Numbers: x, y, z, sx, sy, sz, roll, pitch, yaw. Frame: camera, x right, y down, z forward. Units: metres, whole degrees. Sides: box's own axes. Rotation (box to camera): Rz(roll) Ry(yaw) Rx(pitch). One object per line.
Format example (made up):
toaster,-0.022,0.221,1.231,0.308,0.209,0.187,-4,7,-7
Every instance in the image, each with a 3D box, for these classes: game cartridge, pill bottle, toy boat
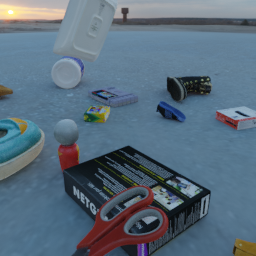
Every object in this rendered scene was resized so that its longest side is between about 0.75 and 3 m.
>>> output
game cartridge,-0.672,-1.352,11.686,1.271,0.376,1.960,-13,26,-37
pill bottle,-2.880,-2.896,13.925,1.368,1.368,2.286,0,24,0
toy boat,-2.406,0.327,6.571,2.734,1.270,2.298,5,23,11

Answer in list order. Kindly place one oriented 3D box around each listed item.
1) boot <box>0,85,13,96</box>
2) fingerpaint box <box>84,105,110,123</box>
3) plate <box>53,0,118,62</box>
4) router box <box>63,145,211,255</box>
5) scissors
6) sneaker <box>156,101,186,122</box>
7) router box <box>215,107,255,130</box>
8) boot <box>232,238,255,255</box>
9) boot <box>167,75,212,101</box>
boot,-5.876,-1.114,10.836,2.734,0.994,2.904,10,17,40
fingerpaint box,-1.059,-0.501,9.702,0.725,0.319,0.870,4,24,8
plate,-1.310,-3.640,9.910,0.425,2.632,2.626,29,16,19
router box,0.078,1.207,5.369,1.745,0.597,2.339,-18,29,-35
scissors,-0.685,1.737,3.865,2.833,0.197,1.037,-29,38,-18
sneaker,1.470,-0.477,9.643,1.110,0.432,0.389,38,38,23
router box,3.773,-0.347,9.358,1.235,0.302,1.109,-9,25,-20
boot,1.996,1.824,4.230,0.712,0.350,0.995,20,36,27
boot,2.696,-1.757,11.992,1.798,0.874,2.388,-2,17,-3
